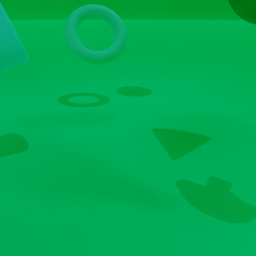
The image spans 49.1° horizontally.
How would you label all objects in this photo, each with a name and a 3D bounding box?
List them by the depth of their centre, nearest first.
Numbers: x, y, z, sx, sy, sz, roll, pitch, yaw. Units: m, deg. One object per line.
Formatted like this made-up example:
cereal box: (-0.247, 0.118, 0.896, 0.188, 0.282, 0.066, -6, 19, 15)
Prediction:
cone: (1.967, -1.959, 3.573, 1.347, 1.347, 1.352, 7, 26, 15)
cylinder: (-2.197, -1.288, 4.240, 1.000, 1.000, 1.000, -28, 30, -13)
ring: (-0.856, -2.521, 7.527, 1.683, 1.683, 0.337, -6, -8, -13)
